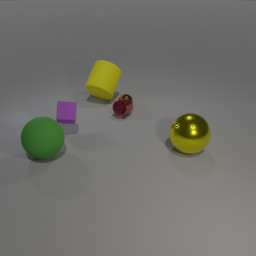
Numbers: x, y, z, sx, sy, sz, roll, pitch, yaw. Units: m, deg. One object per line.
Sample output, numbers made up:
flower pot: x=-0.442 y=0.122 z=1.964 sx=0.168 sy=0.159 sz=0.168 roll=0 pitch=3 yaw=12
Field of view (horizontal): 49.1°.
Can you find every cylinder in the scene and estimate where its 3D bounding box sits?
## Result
cylinder: x=-1.183 y=-2.305 z=13.566 sx=1.400 sy=1.400 sz=1.400 roll=13 pitch=73 yaw=23
cylinder: x=-0.218 y=-0.918 z=12.293 sx=0.700 sy=0.700 sz=0.700 roll=13 pitch=15 yaw=22

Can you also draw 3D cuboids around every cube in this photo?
cube: x=-2.316 y=-0.571 z=10.555 sx=0.700 sy=0.700 sz=0.700 roll=3 pitch=-11 yaw=-13

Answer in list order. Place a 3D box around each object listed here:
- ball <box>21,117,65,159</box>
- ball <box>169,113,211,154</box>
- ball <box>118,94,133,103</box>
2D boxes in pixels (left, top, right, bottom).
ball: x=-2.827 y=0.321 z=9.327 sx=1.400 sy=1.400 sz=1.400 roll=0 pitch=28 yaw=0
ball: x=2.135 y=0.188 z=9.639 sx=1.400 sy=1.400 sz=1.400 roll=0 pitch=28 yaw=0
ball: x=-0.113 y=-1.226 z=13.015 sx=0.700 sy=0.700 sz=0.700 roll=0 pitch=28 yaw=0
